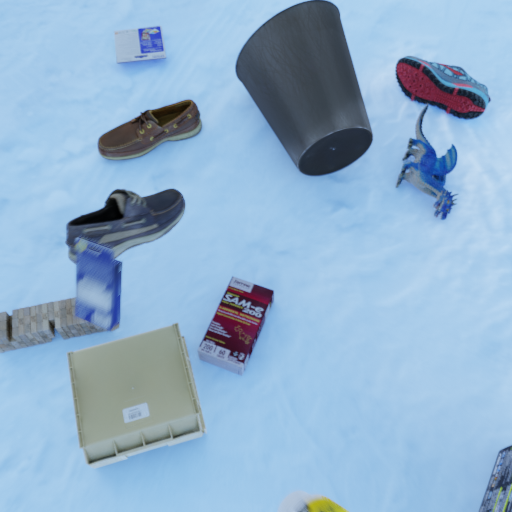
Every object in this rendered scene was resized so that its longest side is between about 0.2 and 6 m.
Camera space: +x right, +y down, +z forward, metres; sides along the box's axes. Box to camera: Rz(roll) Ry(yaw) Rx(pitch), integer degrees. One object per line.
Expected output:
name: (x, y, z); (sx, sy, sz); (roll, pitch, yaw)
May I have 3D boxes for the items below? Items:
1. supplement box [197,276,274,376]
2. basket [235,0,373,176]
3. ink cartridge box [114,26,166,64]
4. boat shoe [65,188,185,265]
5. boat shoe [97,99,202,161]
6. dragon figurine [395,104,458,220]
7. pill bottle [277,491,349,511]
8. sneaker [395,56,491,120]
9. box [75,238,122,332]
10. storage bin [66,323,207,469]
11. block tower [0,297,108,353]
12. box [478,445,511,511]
supplement box: (-0.346, 1.260, 10.246); (0.878, 0.491, 1.614); (18, 61, 10)
basket: (1.168, -3.406, 11.975); (2.693, 2.031, 2.986); (-33, 66, 28)
ink cartridge box: (-2.904, -5.211, 14.025); (1.229, 0.292, 1.244); (-8, 63, -6)
boat shoe: (-2.073, -0.634, 9.159); (0.845, 0.832, 2.268); (24, 44, 34)
boat shoe: (-2.382, -2.863, 12.376); (2.420, 0.817, 0.871); (-22, 63, -12)
dragon figurine: (3.773, -1.944, 11.892); (1.301, 0.770, 2.617); (16, 62, 9)
pill bottle: (0.808, 3.196, 6.358); (0.735, 1.307, 0.735); (-1, 92, -31)
sneaker: (4.361, -4.018, 13.142); (2.314, 0.918, 1.105); (33, 51, 11)
box: (-2.001, 0.344, 7.088); (0.665, 1.099, 0.178); (18, 23, 27)
storage bin: (-1.985, 2.341, 9.409); (1.950, 0.914, 1.936); (-14, 62, -8)
block tower: (-3.714, 1.210, 10.222); (2.108, 0.609, 0.569); (-11, 61, -7)
box: (3.734, 3.762, 8.079); (0.500, 1.810, 2.259); (27, 63, 13)
